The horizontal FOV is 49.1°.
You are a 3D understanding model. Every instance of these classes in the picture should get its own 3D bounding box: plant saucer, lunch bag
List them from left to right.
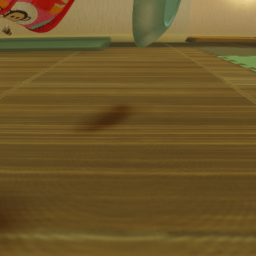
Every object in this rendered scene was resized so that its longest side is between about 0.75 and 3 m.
[{"bbox_3d":[-0.755,-1.923,2.426,1.736,1.971,0.808,48,20,17],"label":"lunch bag"},{"bbox_3d":[0.867,-3.132,6.443,0.523,2.719,2.719,21,27,15],"label":"plant saucer"}]

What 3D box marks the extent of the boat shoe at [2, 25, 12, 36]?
[{"bbox_3d":[-3.902,-3.166,9.128,0.274,0.288,0.762,38,4,-24],"label":"boat shoe"}]
